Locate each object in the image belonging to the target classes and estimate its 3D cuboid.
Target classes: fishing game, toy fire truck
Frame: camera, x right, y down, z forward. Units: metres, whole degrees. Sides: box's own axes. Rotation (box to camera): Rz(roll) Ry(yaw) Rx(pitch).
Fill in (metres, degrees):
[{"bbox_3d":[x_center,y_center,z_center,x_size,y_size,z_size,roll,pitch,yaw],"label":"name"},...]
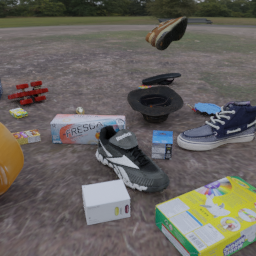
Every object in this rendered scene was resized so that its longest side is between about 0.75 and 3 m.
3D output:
[{"bbox_3d":[3.398,-0.783,11.874,1.764,0.274,1.263,2,25,-14],"label":"fishing game"},{"bbox_3d":[-4.624,-1.615,13.037,1.602,0.898,1.346,-20,13,-37],"label":"toy fire truck"}]

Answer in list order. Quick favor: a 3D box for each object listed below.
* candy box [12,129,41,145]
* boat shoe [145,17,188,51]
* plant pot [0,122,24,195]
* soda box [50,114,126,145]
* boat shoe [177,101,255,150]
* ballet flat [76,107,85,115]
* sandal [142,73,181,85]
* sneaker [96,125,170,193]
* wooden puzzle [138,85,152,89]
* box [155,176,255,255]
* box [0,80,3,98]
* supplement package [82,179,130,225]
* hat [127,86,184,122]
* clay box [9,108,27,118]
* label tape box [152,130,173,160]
[{"bbox_3d":[-3.484,0.316,9.543,0.925,0.261,0.540,-9,26,-23],"label":"candy box"},{"bbox_3d":[1.431,-3.574,10.209,0.813,0.833,2.202,28,46,24],"label":"boat shoe"},{"bbox_3d":[-3.873,1.083,5.752,2.536,2.536,2.321,5,42,11],"label":"plant pot"},{"bbox_3d":[-1.322,0.043,9.513,2.445,0.777,0.836,1,25,3],"label":"soda box"},{"bbox_3d":[2.991,-0.166,9.285,2.887,1.339,1.078,-9,27,-19],"label":"boat shoe"},{"bbox_3d":[-1.960,-0.701,11.610,0.342,0.314,0.996,-9,27,-17],"label":"ballet flat"},{"bbox_3d":[1.876,-2.652,15.618,2.192,0.525,0.824,-12,26,5],"label":"sandal"},{"bbox_3d":[-0.003,0.710,7.556,0.916,1.248,2.758,-20,32,-34],"label":"sneaker"},{"bbox_3d":[0.992,-2.105,14.826,1.164,0.082,0.690,21,32,37],"label":"wooden puzzle"},{"bbox_3d":[1.986,1.841,5.971,2.488,0.602,1.460,-15,29,-24],"label":"box"},{"bbox_3d":[-6.588,-2.006,13.341,0.845,1.171,1.578,-7,27,-14],"label":"box"},{"bbox_3d":[-0.507,1.663,6.378,0.974,0.540,0.758,-7,26,-14],"label":"supplement package"},{"bbox_3d":[1.084,-0.798,11.134,2.347,0.947,2.347,-2,34,2],"label":"hat"},{"bbox_3d":[-4.494,-0.603,11.544,0.461,0.191,0.802,-21,33,-37],"label":"clay box"},{"bbox_3d":[1.026,0.518,8.433,0.606,0.841,0.266,3,26,6],"label":"label tape box"}]
